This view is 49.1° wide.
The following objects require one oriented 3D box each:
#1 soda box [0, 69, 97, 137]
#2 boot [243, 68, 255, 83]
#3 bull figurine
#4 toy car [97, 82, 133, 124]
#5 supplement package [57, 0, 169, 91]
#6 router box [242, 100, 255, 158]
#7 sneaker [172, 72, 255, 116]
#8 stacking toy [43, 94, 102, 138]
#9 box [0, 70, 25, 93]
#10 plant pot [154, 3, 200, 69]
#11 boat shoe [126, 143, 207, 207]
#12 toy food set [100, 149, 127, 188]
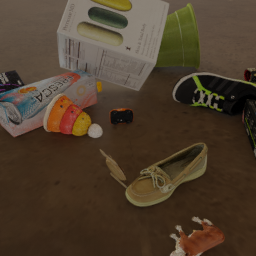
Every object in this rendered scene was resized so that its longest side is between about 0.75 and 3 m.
[{"bbox_3d":[-2.273,-0.828,8.167,2.851,0.975,0.906,-28,41,-35],"label":"soda box"},{"bbox_3d":[5.049,-1.641,9.695,1.479,0.707,1.958,-3,28,0],"label":"boot"},{"bbox_3d":[1.083,1.880,4.668,1.037,0.338,0.629,-14,36,-20],"label":"bull figurine"},{"bbox_3d":[-0.350,-0.758,7.873,0.706,1.440,0.479,-21,21,0],"label":"toy car"},{"bbox_3d":[-0.520,-2.878,8.858,2.828,2.131,2.146,16,74,-7],"label":"supplement package"},{"bbox_3d":[3.930,0.090,7.069,1.599,0.663,2.134,5,34,8],"label":"router box"},{"bbox_3d":[2.792,-0.968,8.339,2.899,1.040,1.201,3,34,4],"label":"sneaker"},{"bbox_3d":[-1.350,-0.167,7.415,1.499,1.096,1.096,23,37,4],"label":"stacking toy"},{"bbox_3d":[-4.710,-1.347,9.486,2.193,0.396,1.568,-18,38,-25],"label":"box"},{"bbox_3d":[1.441,-3.375,11.168,2.374,2.500,2.500,-11,33,8],"label":"plant pot"},{"bbox_3d":[0.851,0.912,5.839,2.077,0.653,0.758,-19,38,-26],"label":"boat shoe"},{"bbox_3d":[-0.234,0.807,5.765,0.184,0.918,0.634,-39,50,-20],"label":"toy food set"}]
